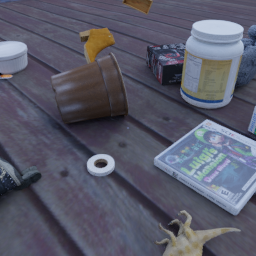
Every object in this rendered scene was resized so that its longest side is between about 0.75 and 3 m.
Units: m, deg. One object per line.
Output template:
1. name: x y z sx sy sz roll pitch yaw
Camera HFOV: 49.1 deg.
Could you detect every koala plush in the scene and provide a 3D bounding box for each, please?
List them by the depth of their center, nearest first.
1. koala plush: 4.390 -3.332 12.599 2.821 2.502 2.593 29 53 24

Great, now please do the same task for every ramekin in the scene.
1. ramekin: -6.075 -3.481 13.985 2.204 1.027 2.204 0 37 0

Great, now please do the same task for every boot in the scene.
1. boot: -3.916 1.449 7.420 2.095 0.756 1.582 16 48 40
2. boot: -2.932 1.408 7.950 0.882 0.299 0.576 -24 30 -29
3. boot: -1.157 -3.319 11.451 1.337 0.657 1.868 -13 70 -11

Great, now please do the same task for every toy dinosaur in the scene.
1. toy dinosaur: 1.355 2.477 6.323 2.084 0.607 1.054 -21 56 -15

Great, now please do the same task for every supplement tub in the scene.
1. supplement tub: 3.247 -2.479 10.969 2.117 2.927 2.117 0 36 0

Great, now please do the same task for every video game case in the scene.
1. video game case: 2.741 0.933 8.473 2.687 0.345 2.956 30 45 35

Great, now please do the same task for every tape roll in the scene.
1. tape roll: -0.812 1.109 8.394 0.832 0.152 0.832 0 37 0

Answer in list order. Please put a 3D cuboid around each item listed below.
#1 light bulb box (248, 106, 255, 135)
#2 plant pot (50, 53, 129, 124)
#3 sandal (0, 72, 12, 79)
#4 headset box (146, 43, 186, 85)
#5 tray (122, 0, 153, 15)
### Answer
1. light bulb box: 5.344 -0.174 9.391 1.678 1.056 1.693 -21 41 -26
2. plant pot: -1.418 -1.269 10.109 2.317 2.340 2.340 -16 38 -7
3. sandal: -6.024 -2.513 13.280 1.002 0.287 0.384 -6 36 -9
4. headset box: 2.221 -3.068 13.404 2.036 1.028 2.739 -8 37 -11
5. tray: 0.268 -3.533 7.860 0.785 0.387 0.145 25 29 -1
